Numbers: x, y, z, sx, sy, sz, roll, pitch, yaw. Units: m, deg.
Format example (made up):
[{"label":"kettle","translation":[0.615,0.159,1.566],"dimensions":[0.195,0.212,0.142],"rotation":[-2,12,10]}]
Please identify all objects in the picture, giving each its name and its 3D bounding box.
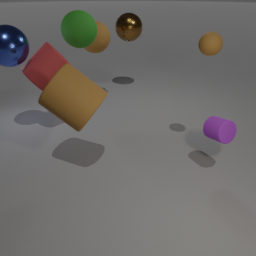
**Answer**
[{"label":"cylinder","translation":[-1.537,-0.846,7.893],"dimensions":[1.400,1.400,1.400],"rotation":[37,28,-10]},{"label":"ball","translation":[-1.892,-3.820,10.856],"dimensions":[1.400,1.400,1.400],"rotation":[0,28,0]},{"label":"ball","translation":[0.045,-5.165,14.361],"dimensions":[1.400,1.400,1.400],"rotation":[0,28,0]},{"label":"cylinder","translation":[2.741,0.048,8.388],"dimensions":[0.700,0.700,0.700],"rotation":[-13,20,-24]},{"label":"ball","translation":[-4.106,-2.793,9.570],"dimensions":[1.400,1.400,1.400],"rotation":[0,28,0]},{"label":"ball","translation":[-1.511,-4.126,12.733],"dimensions":[1.400,1.400,1.400],"rotation":[0,28,0]},{"label":"ball","translation":[2.478,-2.522,8.402],"dimensions":[0.700,0.700,0.700],"rotation":[0,28,0]},{"label":"cylinder","translation":[-2.967,-2.211,10.446],"dimensions":[1.400,1.400,1.400],"rotation":[-46,36,2]}]
